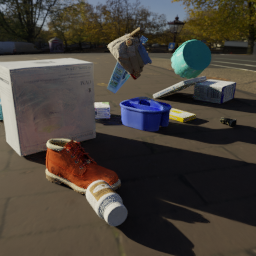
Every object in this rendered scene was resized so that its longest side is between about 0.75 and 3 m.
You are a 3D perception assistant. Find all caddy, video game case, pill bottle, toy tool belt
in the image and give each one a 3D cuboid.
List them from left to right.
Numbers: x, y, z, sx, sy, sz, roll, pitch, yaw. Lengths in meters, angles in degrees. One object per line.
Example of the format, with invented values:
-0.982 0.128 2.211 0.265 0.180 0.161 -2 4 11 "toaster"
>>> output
-0.471 1.658 6.207 0.615 0.615 1.076 -10 23 -27 "pill bottle"
0.331 -2.544 9.743 1.316 1.295 2.108 57 10 24 "toy tool belt"
0.746 -0.744 12.090 2.344 1.230 1.657 15 25 36 "caddy"
3.117 -2.446 16.817 2.554 0.281 2.328 -19 -1 -44 "video game case"

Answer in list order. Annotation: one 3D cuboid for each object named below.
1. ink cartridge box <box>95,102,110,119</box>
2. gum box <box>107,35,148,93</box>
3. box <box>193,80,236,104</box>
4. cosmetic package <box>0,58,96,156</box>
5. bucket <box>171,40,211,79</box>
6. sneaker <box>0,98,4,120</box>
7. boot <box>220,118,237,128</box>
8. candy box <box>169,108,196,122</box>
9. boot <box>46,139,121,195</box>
-1.723 -0.814 13.252 1.695 0.570 0.992 -2 20 -6 "ink cartridge box"
-0.034 -2.842 12.500 0.483 2.170 1.843 33 49 4 "gum box"
5.090 -2.168 16.436 1.751 0.999 1.904 17 26 40 "box"
-2.803 -0.872 9.940 2.864 2.873 1.766 -15 26 -35 "cosmetic package"
2.897 -3.116 12.690 1.642 1.642 1.068 -5 -7 -14 "bucket"
-5.936 -1.210 13.746 1.669 1.017 2.556 10 21 23 "sneaker"
4.267 -0.242 12.060 0.654 0.313 0.866 10 17 33 "boot"
2.207 -0.657 13.308 0.936 0.242 1.831 -18 26 -36 "candy box"
-1.239 0.959 7.322 2.285 1.225 0.857 11 20 23 "boot"
